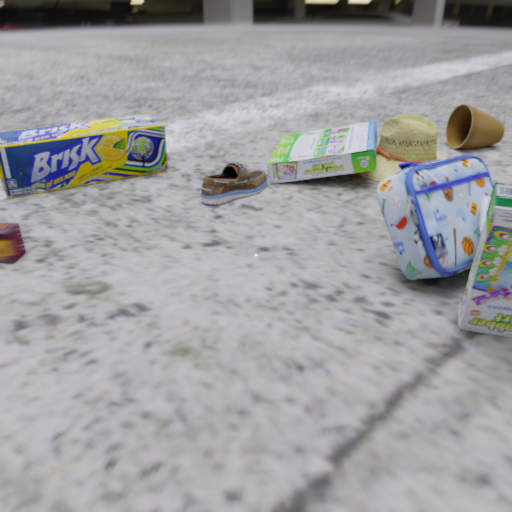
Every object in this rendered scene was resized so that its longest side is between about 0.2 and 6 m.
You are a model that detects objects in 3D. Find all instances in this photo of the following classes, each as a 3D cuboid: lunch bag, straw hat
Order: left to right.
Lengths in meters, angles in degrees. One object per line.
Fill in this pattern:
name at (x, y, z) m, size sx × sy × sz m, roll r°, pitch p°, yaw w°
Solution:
straw hat at (3.557, -2.645, 13.112) m, size 2.884 × 1.221 × 2.884 m, roll 0°, pitch 28°, yaw 0°
lunch bag at (2.883, -0.665, 8.621) m, size 2.254 × 1.806 × 0.851 m, roll -16°, pitch -1°, yaw -38°

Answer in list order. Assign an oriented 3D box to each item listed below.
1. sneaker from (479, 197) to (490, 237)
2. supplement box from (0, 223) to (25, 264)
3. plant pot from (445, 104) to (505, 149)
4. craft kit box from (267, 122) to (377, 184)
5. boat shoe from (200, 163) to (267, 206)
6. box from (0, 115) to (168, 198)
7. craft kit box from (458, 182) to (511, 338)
sneaker at (3.473, -0.071, 7.905) m, size 0.616 × 0.636 × 1.741 m, roll 2°, pitch 68°, yaw 23°
supplement box at (-4.403, -0.229, 9.197) m, size 1.006 × 0.555 × 0.431 m, roll 3°, pitch 28°, yaw 7°
plant pot at (5.802, -3.300, 14.635) m, size 1.218 × 1.135 × 1.135 m, roll 5°, pitch 26°, yaw -15°
craft kit box at (1.601, -2.418, 12.960) m, size 2.333 × 0.573 × 2.362 m, roll -3°, pitch 26°, yaw 15°
boat shoe at (-0.402, -1.583, 11.685) m, size 0.642 × 0.644 × 1.779 m, roll 22°, pitch 35°, yaw 35°
box at (-3.878, -2.301, 12.520) m, size 3.573 × 1.149 × 1.252 m, roll -15°, pitch 31°, yaw -25°
craft kit box at (3.695, 0.223, 6.578) m, size 2.201 × 2.174 × 0.534 m, roll 7°, pitch 49°, yaw 14°
